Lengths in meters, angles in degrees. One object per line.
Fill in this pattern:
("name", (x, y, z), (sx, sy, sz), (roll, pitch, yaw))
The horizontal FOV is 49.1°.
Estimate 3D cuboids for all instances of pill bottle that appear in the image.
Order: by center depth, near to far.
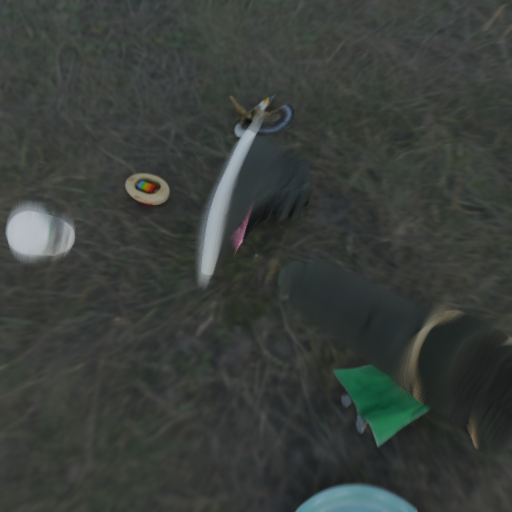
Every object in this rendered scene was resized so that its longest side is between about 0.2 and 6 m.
("pill bottle", (-2.858, -0.281, 7.528), (0.558, 0.986, 0.558), (0, 88, 3))

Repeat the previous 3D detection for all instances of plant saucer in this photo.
("plant saucer", (1.184, 3.705, 6.295), (2.079, 0.285, 2.079), (0, 57, 0))

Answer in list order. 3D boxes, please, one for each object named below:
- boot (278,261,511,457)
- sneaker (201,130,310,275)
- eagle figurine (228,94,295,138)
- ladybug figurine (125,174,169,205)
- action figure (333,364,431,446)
("boot", (1.951, 1.076, 6.694), (2.309, 3.338, 1.293), (28, 80, 44))
("sneaker", (0.077, -0.755, 8.743), (1.377, 0.981, 2.776), (19, 56, 0))
("eagle figurine", (0.097, -2.661, 10.478), (1.053, 0.794, 0.799), (-14, 96, -44))
("ladybug figurine", (-1.850, -1.109, 9.543), (0.821, 0.295, 0.557), (24, 59, 16))
("action figure", (2.087, 1.747, 7.484), (1.878, 0.514, 1.109), (-15, 56, -18))
